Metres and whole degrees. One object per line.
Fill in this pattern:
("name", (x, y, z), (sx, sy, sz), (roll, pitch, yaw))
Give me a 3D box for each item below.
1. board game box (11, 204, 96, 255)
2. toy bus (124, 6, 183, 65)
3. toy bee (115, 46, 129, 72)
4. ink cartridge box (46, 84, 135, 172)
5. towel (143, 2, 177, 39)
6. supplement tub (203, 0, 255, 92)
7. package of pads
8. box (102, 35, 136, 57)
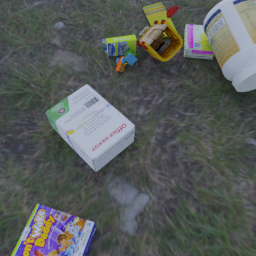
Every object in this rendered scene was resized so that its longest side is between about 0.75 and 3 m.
("board game box", (-1.921, 3.200, 6.609), (1.592, 0.530, 2.368), (14, 59, 9))
("toy bus", (1.133, -3.084, 10.167), (1.185, 2.163, 2.293), (41, 55, -18))
("toy bee", (-0.139, -2.435, 10.271), (0.603, 0.501, 0.921), (32, 98, 38))
("ink cartridge box", (-1.098, -0.034, 8.436), (1.606, 0.932, 2.218), (-39, 65, -22))
("towel", (1.322, -4.493, 11.757), (0.897, 0.188, 2.084), (-16, 60, -2))
("supplement tub", (3.835, -2.753, 9.228), (1.950, 1.950, 2.700), (-14, 72, -9))
("package of pads", (2.783, -3.348, 10.808), (1.181, 0.522, 1.529), (5, 58, 3))
("box", (-0.317, -3.060, 10.483), (1.226, 0.747, 0.292), (-9, 64, -6))
